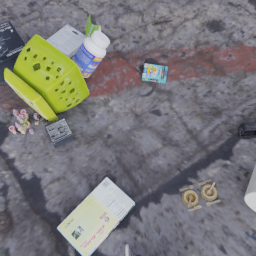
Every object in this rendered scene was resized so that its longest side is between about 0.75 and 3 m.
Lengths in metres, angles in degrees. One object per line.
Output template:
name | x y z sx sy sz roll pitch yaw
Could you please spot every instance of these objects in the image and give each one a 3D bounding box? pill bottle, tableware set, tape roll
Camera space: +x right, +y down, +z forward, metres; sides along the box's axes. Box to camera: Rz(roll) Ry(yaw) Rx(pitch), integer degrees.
pill bottle | -1.515 -2.966 11.260 1.001 1.785 1.001 29 36 -24
tableware set | 2.483 2.292 9.618 1.270 0.255 0.840 -15 64 -8
tape roll | 4.988 1.902 8.690 2.269 2.269 1.558 24 65 12

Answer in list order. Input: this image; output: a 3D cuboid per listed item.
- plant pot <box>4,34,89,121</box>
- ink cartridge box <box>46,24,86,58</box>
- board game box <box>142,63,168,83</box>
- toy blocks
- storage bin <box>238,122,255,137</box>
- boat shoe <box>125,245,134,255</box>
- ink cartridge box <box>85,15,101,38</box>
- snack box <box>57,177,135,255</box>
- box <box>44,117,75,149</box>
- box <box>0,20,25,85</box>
plant pot | -3.098 -1.704 10.647 2.265 2.254 2.056 37 75 17
ink cartridge box | -2.756 -3.969 12.833 1.412 0.311 1.438 36 66 17
board game box | 1.157 -2.351 12.031 1.007 0.236 0.760 8 63 4
toy blocks | -3.981 -0.300 10.649 0.958 0.807 0.896 3 62 1
storage bin | 4.652 0.038 10.628 0.786 0.531 0.368 -4 63 -2
boat shoe | 0.222 4.080 8.608 0.461 0.371 0.994 -14 72 7
ink cartridge box | -1.539 -4.290 12.490 0.453 1.196 0.884 10 63 5
snack box | -1.011 2.898 9.205 1.332 0.425 2.293 39 69 18
box | -2.569 0.189 10.554 0.844 0.520 0.837 -26 66 -13
box | -5.376 -3.161 11.905 2.040 1.218 2.075 -31 68 -15
